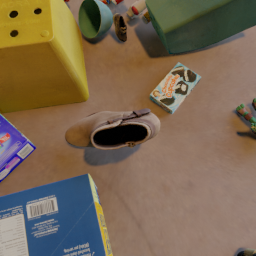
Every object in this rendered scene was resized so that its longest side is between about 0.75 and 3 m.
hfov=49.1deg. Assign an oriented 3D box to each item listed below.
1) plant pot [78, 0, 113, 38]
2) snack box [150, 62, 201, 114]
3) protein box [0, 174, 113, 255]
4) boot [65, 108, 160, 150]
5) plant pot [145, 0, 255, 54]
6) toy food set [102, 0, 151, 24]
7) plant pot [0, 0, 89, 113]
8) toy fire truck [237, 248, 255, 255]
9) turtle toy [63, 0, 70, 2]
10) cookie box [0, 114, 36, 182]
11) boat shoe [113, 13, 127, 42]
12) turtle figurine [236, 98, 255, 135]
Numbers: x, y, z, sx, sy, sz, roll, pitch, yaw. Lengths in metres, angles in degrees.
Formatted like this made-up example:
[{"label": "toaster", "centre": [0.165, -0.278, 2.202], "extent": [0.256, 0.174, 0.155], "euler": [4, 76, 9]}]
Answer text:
[{"label": "plant pot", "centre": [-0.949, -3.558, 9.120], "extent": [0.801, 1.190, 1.190], "euler": [-19, 67, -41]}, {"label": "snack box", "centre": [1.450, -1.236, 8.587], "extent": [0.873, 0.279, 1.503], "euler": [37, 73, 13]}, {"label": "protein box", "centre": [-1.695, 2.686, 6.324], "extent": [2.481, 1.686, 2.499], "euler": [-14, 70, -5]}, {"label": "boot", "centre": [-0.557, 0.105, 6.800], "extent": [2.705, 1.978, 0.950], "euler": [-16, 98, 10]}, {"label": "plant pot", "centre": [2.175, -3.751, 8.443], "extent": [2.963, 2.093, 2.094], "euler": [-27, 71, 7]}, {"label": "toy food set", "centre": [-0.078, -4.106, 9.384], "extent": [0.856, 0.908, 1.903], "euler": [-40, 74, -1]}, {"label": "plant pot", "centre": [-2.755, -2.300, 7.843], "extent": [2.764, 2.438, 2.765], "euler": [-9, 70, -3]}, {"label": "toy fire truck", "centre": [3.523, 3.689, 6.383], "extent": [1.698, 1.092, 1.494], "euler": [14, 69, -7]}, {"label": "turtle toy", "centre": [-2.686, -4.556, 9.205], "extent": [2.088, 1.448, 2.865], "euler": [14, 65, 31]}, {"label": "cookie box", "centre": [-3.951, 0.412, 7.674], "extent": [2.078, 0.781, 1.778], "euler": [39, 73, 13]}, {"label": "boat shoe", "centre": [-0.219, -3.160, 8.912], "extent": [0.348, 0.933, 0.342], "euler": [-37, 41, -15]}, {"label": "turtle figurine", "centre": [3.837, -0.085, 7.876], "extent": [1.209, 0.813, 1.615], "euler": [-13, 54, -19]}]
